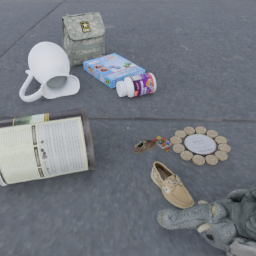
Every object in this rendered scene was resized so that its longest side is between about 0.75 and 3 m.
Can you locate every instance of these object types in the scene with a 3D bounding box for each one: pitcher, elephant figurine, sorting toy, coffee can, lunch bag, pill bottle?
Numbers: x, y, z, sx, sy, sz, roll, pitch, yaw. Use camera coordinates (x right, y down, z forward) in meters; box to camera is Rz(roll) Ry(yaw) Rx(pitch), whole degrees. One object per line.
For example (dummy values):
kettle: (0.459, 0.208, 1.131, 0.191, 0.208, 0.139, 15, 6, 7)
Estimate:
pitcher: (-3.671, -2.412, 12.228, 2.468, 1.744, 2.876, -21, 52, -12)
elephant figurine: (2.527, 2.085, 6.149, 2.036, 2.877, 2.232, -12, 64, -44)
sorting toy: (1.203, 0.475, 9.478, 0.390, 0.137, 0.808, -22, 42, -27)
coffee can: (-2.334, 0.502, 7.984, 2.538, 1.857, 1.857, -9, 38, -12)
lunch bag: (-2.286, -4.649, 14.417, 1.983, 2.418, 1.421, -18, 41, -24)
pill bottle: (0.338, -1.788, 11.892, 1.555, 0.866, 0.866, -14, 39, -17)

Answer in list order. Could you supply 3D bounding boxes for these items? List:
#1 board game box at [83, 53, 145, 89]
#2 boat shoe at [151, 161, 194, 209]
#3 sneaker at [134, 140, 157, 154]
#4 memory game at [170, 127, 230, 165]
board game box: (-0.714, -2.863, 13.646, 1.941, 0.469, 2.566, -24, 43, -27)
boat shoe: (1.177, 1.552, 7.710, 0.576, 0.522, 1.617, -23, 42, -27)
sneaker: (0.595, 0.550, 9.206, 0.897, 0.339, 0.316, -24, 43, -28)
memory game: (2.416, 0.557, 9.379, 1.970, 0.125, 1.970, 1, 37, 0)
